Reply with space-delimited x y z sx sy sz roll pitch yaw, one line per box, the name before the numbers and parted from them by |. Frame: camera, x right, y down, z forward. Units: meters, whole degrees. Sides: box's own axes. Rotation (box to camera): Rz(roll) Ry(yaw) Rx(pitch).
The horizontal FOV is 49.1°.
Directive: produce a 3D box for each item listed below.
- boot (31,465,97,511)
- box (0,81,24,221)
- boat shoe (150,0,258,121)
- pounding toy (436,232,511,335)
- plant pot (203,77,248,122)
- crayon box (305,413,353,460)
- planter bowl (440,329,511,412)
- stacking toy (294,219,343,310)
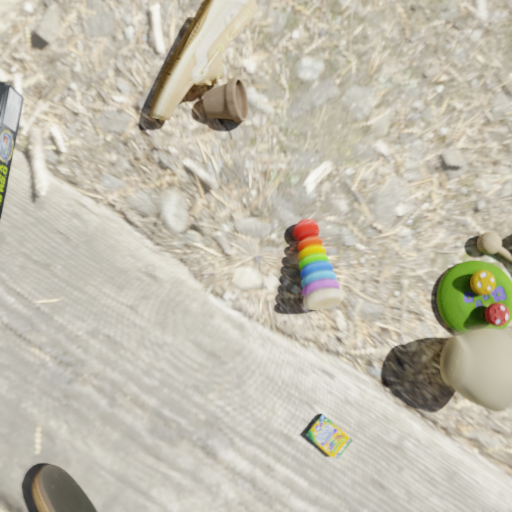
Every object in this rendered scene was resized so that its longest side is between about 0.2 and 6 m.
boot | -2.921 4.867 8.836 1.167 1.139 3.093 -29 86 8
box | -5.605 -1.588 9.678 2.475 0.684 3.089 9 84 1
boat shoe | -0.884 -3.386 9.621 0.921 0.981 2.662 27 106 -26
pounding toy | 3.938 0.560 9.374 1.360 0.818 1.762 38 85 3
plant pot | -0.558 -2.699 9.841 0.663 0.760 0.760 -5 83 17
crayon box | 1.239 3.061 9.424 0.706 0.182 0.444 40 85 4
planter bowl | 3.401 1.701 8.693 0.852 1.266 1.266 11 84 -2
stacking toy | 0.985 0.078 9.426 0.667 0.667 1.563 -10 67 -1
